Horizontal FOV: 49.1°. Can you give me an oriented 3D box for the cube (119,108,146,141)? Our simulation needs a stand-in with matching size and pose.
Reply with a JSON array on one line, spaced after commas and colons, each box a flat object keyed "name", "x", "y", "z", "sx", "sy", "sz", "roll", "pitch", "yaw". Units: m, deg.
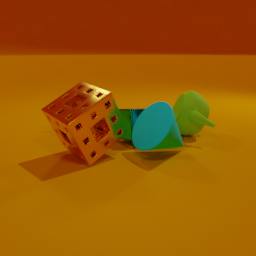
[{"name": "cube", "x": 0.198, "y": -0.111, "z": 7.405, "sx": 0.794, "sy": 0.794, "sz": 0.794, "roll": -4, "pitch": 5, "yaw": -34}]

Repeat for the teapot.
[{"name": "teapot", "x": 1.817, "y": -0.345, "z": 7.891, "sx": 1.021, "sy": 1.296, "sz": 2.085, "roll": 22, "pitch": 8, "yaw": -7}]

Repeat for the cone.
[{"name": "cone", "x": 0.942, "y": 0.200, "z": 6.558, "sx": 1.216, "sy": 1.211, "sz": 1.211, "roll": 31, "pitch": -3, "yaw": -34}]

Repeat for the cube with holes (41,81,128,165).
[{"name": "cube with holes", "x": -0.937, "y": -0.141, "z": 6.212, "sx": 1.154, "sy": 1.154, "sz": 1.154, "roll": -40, "pitch": 41, "yaw": -23}]
